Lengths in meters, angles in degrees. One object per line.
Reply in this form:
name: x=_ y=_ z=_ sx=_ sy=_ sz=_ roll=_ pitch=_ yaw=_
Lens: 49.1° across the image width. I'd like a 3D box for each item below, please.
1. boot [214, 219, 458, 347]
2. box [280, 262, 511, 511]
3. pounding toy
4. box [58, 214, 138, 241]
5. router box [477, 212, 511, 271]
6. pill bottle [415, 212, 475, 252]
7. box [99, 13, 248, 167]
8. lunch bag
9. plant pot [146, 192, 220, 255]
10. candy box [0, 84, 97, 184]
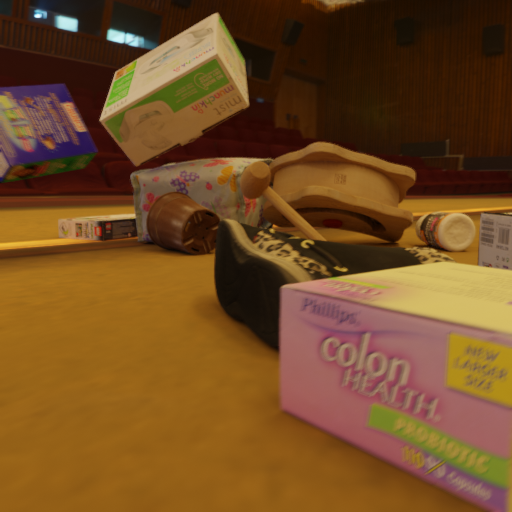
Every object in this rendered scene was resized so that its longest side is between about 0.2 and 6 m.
boot: x=0.554 y=0.167 z=4.636 sx=1.568 sy=0.749 sz=2.076 roll=0 pitch=13 yaw=-19
box: x=1.000 y=0.459 z=2.667 sx=1.349 sy=0.652 sz=1.186 roll=-5 pitch=9 yaw=-38
pounding toy: x=1.133 y=-0.695 z=9.837 sx=3.350 sy=1.922 sz=1.915 roll=13 pitch=-17 yaw=-17
box: x=-2.892 y=-0.641 z=11.957 sx=1.259 sy=0.397 sz=2.287 roll=4 pitch=9 yaw=30
router box: x=3.893 y=0.042 z=5.197 sx=2.347 sy=0.803 sz=3.147 roll=0 pitch=8 yaw=-4
pill bottle: x=3.171 y=-0.428 z=9.510 sx=0.641 sy=0.641 sz=1.102 roll=-1 pitch=6 yaw=-8
box: x=-1.380 y=-2.907 z=9.840 sx=2.290 sy=1.107 sz=2.021 roll=-23 pitch=37 yaw=16
lunch bag: x=-0.792 y=-1.098 z=10.879 sx=2.219 sy=1.664 sz=2.617 roll=1 pitch=17 yaw=17
plant pot: x=-1.094 y=-0.475 z=8.948 sx=0.982 sy=0.982 sz=0.972 roll=-6 pitch=16 yaw=-37
candy box: x=-3.252 y=-1.812 z=8.170 sx=0.557 sy=1.222 sz=1.445 roll=-30 pitch=-5 yaw=43
